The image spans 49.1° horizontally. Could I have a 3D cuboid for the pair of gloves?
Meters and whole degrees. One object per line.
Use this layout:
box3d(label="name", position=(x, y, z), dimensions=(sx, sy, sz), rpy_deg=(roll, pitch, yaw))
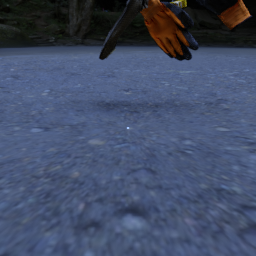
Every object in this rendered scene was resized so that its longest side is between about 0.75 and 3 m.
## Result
box3d(label="pair of gloves", position=(1.857, -3.601, 8.450), dimensions=(2.962, 2.638, 0.366), rpy_deg=(-31, 14, 34))

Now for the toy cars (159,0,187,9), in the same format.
box3d(label="toy cars", position=(1.520, -4.666, 10.231), dimensions=(1.314, 0.589, 0.291), rpy_deg=(27, 33, -7))

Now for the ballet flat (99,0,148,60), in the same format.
box3d(label="ballet flat", position=(-0.147, -3.031, 8.513), dimensions=(0.574, 2.477, 0.835), rpy_deg=(27, 32, -18))
